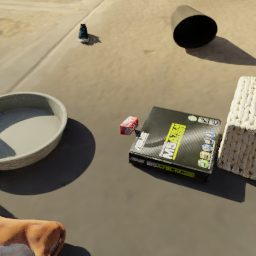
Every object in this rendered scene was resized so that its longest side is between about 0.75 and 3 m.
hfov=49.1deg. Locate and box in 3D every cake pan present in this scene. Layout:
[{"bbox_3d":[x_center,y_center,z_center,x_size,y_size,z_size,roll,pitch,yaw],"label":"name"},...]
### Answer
[{"bbox_3d":[-2.935,0.020,7.274,2.765,0.507,2.765,0,41,0],"label":"cake pan"}]

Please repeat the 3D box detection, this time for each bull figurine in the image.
[{"bbox_3d":[-2.222,2.043,4.802,2.192,0.714,1.331,0,43,2],"label":"bull figurine"}]

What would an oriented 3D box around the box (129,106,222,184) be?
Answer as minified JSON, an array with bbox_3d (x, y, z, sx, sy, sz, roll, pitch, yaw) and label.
[{"bbox_3d":[1.223,0.309,6.978,1.903,0.468,1.970,15,43,15],"label":"box"}]

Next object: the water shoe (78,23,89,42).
[{"bbox_3d":[-1.953,-4.107,12.047,0.453,0.499,1.266,-7,41,-8],"label":"water shoe"}]

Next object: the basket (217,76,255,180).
[{"bbox_3d":[3.076,-0.053,6.567,1.431,1.572,2.320,14,43,19],"label":"basket"}]

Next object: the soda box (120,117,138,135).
[{"bbox_3d":[0.039,-0.063,7.233,0.279,0.253,0.797,6,19,16],"label":"soda box"}]

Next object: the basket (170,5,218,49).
[{"bbox_3d":[2.513,-4.321,11.727,1.800,1.358,1.996,-7,38,-4],"label":"basket"}]
